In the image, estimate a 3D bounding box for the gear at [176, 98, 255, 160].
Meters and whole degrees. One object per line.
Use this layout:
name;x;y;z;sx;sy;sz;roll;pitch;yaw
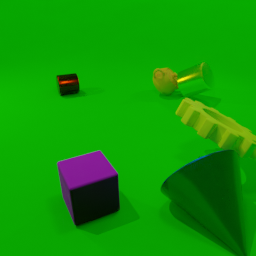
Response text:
gear;2.080;-0.028;6.416;2.005;0.371;2.005;25;19;-9

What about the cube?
cube;-0.781;1.158;5.559;0.937;0.937;0.937;-14;31;-22

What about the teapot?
teapot;1.574;-1.856;10.986;1.750;0.857;1.088;25;47;-42

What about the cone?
cone;1.674;1.540;5.040;1.659;1.659;1.666;-11;57;-20

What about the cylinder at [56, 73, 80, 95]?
cylinder;-2.386;-1.738;11.087;0.786;0.786;0.786;-11;30;-19

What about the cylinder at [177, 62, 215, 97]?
cylinder;2.520;-1.780;10.426;1.039;1.039;1.039;-16;14;39
